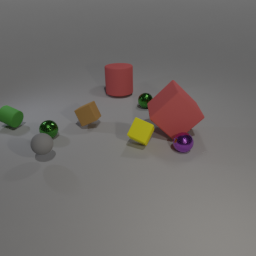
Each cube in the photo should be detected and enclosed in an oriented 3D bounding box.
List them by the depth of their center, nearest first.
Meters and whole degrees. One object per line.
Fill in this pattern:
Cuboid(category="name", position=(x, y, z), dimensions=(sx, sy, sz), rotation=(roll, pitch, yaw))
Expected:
Cuboid(category="cube", position=(0.462, 0.133, 9.858), dimensions=(0.700, 0.700, 0.700), rotation=(25, -7, 12))
Cuboid(category="cube", position=(1.719, -0.655, 10.394), dimensions=(1.400, 1.400, 1.400), rotation=(40, 20, -19))
Cuboid(category="cube", position=(-1.588, -0.579, 11.163), dimensions=(0.700, 0.700, 0.700), rotation=(-22, 12, 16))

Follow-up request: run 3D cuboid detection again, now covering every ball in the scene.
Cuboid(category="ball", position=(-2.746, 0.511, 8.940), dimensions=(0.700, 0.700, 0.700), rotation=(0, 29, 0))
Cuboid(category="ball", position=(1.902, 0.493, 9.630), dimensions=(0.700, 0.700, 0.700), rotation=(0, 29, 0))
Cuboid(category="ball", position=(-2.950, 0.052, 10.432), dimensions=(0.700, 0.700, 0.700), rotation=(0, 29, 0))
Cuboid(category="ball", position=(0.804, -1.262, 12.837), dimensions=(0.700, 0.700, 0.700), rotation=(0, 29, 0))

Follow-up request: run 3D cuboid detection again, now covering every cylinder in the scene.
Cuboid(category="cylinder", position=(-4.641, -0.459, 11.074), dimensions=(0.700, 0.700, 0.700), rotation=(22, 34, 14))
Cuboid(category="cylinder", position=(-0.449, -2.461, 14.151), dimensions=(1.400, 1.400, 1.400), rotation=(-1, 24, 1))
